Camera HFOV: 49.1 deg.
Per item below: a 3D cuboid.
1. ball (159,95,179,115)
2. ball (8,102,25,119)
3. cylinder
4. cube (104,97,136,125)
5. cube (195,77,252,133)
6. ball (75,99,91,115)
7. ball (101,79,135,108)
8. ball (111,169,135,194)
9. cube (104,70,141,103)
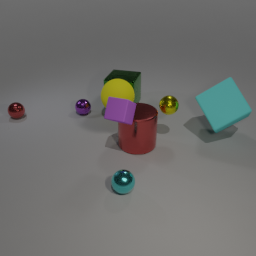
[{"bbox_3d":[1.457,-0.814,9.970,0.700,0.700,0.700,0,31,0],"label":"ball"},{"bbox_3d":[-4.792,-0.755,12.024,0.700,0.700,0.700,0,31,0],"label":"ball"},{"bbox_3d":[0.345,0.001,10.074,1.400,1.400,1.400,0,31,0],"label":"cylinder"},{"bbox_3d":[-0.239,-0.538,8.827,0.700,0.700,0.700,12,-1,23],"label":"cube"},{"bbox_3d":[3.486,-0.783,10.283,1.400,1.400,1.400,-30,-14,15],"label":"cube"},{"bbox_3d":[-1.980,-0.936,12.340,0.700,0.700,0.700,0,31,0],"label":"ball"},{"bbox_3d":[-0.427,-1.332,11.614,1.400,1.400,1.400,0,31,0],"label":"ball"},{"bbox_3d":[-0.139,1.562,8.178,0.700,0.700,0.700,0,31,0],"label":"ball"},{"bbox_3d":[-0.226,-1.785,13.034,1.400,1.400,1.400,8,32,14],"label":"cube"}]
